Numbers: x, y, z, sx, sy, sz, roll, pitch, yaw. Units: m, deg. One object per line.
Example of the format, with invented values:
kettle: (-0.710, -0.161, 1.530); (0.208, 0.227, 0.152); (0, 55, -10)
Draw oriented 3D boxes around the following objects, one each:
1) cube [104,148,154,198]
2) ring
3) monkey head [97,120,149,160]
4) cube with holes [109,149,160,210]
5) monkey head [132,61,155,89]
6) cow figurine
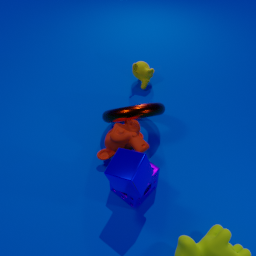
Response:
cube: (0.040, 0.959, 6.051); (0.704, 0.704, 0.704); (10, 53, 32)
ring: (0.161, -0.438, 8.090); (1.834, 1.834, 0.367); (-9, 92, -8)
monkey head: (-0.013, 0.403, 7.683); (1.660, 1.000, 1.194); (-27, 62, -35)
cube with holes: (0.148, 1.279, 6.954); (0.872, 0.872, 0.872); (33, 56, 26)
monkey head: (0.457, -1.850, 9.738); (0.741, 1.230, 0.885); (24, 95, 11)
cow figurine: (1.675, 2.653, 5.799); (1.333, 0.732, 1.312); (45, 82, 1)
